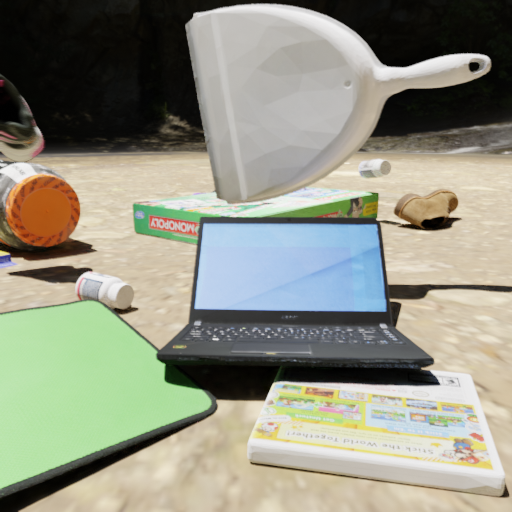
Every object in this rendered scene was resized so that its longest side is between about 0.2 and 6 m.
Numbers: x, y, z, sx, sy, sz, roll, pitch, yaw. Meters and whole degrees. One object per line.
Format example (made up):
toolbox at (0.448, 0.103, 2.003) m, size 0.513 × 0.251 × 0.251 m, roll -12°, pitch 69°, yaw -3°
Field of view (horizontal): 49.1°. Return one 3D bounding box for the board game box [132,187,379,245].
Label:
board game box at (0.154, -0.980, 12.406) m, size 3.192 × 0.691 × 4.744 m, roll 12°, pitch 17°, yaw 39°

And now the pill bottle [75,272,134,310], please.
pill bottle at (-1.861, 0.448, 6.925) m, size 0.679 × 0.406 × 0.406 m, roll 9°, pitch 16°, yaw 33°

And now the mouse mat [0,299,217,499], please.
mouse mat at (-1.813, 0.949, 4.194) m, size 2.547 × 0.096 × 2.050 m, roll -9°, pitch 29°, yaw -45°

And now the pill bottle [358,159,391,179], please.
pill bottle at (2.707, -1.984, 12.769) m, size 0.410 × 0.410 × 0.722 m, roll -7°, pitch 7°, yaw -27°

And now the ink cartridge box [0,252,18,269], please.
ink cartridge box at (-4.416, 0.084, 8.990) m, size 0.815 × 0.192 × 0.806 m, roll 7°, pitch 14°, yaw 34°

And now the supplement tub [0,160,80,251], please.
supplement tub at (-4.427, -0.964, 10.434) m, size 1.570 × 1.570 × 2.563 m, roll -12°, pitch 17°, yaw -42°

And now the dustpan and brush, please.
dustpan and brush at (1.133, -2.144, 7.211) m, size 3.621 × 2.527 × 1.036 m, roll -6°, pitch 11°, yaw 17°

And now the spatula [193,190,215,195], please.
spatula at (-1.481, -1.885, 17.330) m, size 0.632 × 0.230 × 2.237 m, roll 4°, pitch 14°, yaw 15°

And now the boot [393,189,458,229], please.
boot at (4.112, -0.983, 12.827) m, size 2.280 × 0.839 × 0.860 m, roll -12°, pitch 43°, yaw -43°

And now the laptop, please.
laptop at (0.358, 0.216, 5.748) m, size 2.286 × 1.332 × 2.579 m, roll 0°, pitch 2°, yaw 3°

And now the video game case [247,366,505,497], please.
video game case at (0.877, 1.191, 4.233) m, size 1.611 × 0.184 × 1.466 m, roll 4°, pitch 14°, yaw 12°

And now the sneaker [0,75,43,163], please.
sneaker at (-3.805, -2.378, 7.865) m, size 0.857 × 2.134 × 0.921 m, roll -51°, pitch 7°, yaw -25°
